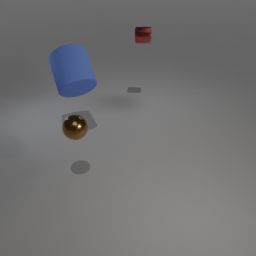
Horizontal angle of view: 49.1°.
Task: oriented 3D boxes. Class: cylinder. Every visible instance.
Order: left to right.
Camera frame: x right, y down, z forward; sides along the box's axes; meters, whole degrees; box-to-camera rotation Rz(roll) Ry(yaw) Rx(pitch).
[{"bbox_3d":[-1.964,-2.010,9.969,1.400,1.400,1.400,-14,77,-22],"label":"cylinder"},{"bbox_3d":[0.688,-4.141,12.482,0.700,0.700,0.700,2,31,8],"label":"cylinder"}]

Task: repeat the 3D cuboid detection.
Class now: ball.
[{"bbox_3d":[-1.443,-0.018,7.655,0.700,0.700,0.700,0,31,0],"label":"ball"}]
